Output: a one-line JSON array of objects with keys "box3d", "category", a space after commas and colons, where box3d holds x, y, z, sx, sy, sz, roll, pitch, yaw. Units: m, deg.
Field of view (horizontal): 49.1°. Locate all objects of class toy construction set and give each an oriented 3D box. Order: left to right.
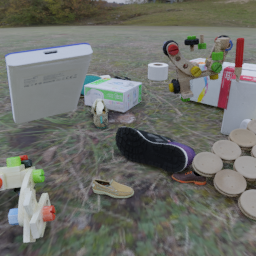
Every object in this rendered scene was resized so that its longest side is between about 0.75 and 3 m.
[{"box3d": [-2.595, 1.124, 4.939, 2.797, 1.288, 1.834, 8, 1, -1], "category": "toy construction set"}, {"box3d": [1.845, -1.375, 6.782, 1.699, 1.565, 2.037, -15, 23, -24], "category": "toy construction set"}]

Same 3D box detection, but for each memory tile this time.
[{"box3d": [2.836, 0.750, 6.132, 2.515, 0.211, 1.928, -27, 47, -24], "category": "memory tile"}]

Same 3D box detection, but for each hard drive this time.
[{"box3d": [-1.829, -0.927, 6.414, 1.641, 2.487, 0.316, -16, 73, -25], "category": "hard drive"}]

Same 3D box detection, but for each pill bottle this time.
[{"box3d": [3.866, 0.190, 7.517, 1.511, 0.850, 0.850, 1, 25, 1], "category": "pill bottle"}]

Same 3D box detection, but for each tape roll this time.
[{"box3d": [1.548, -2.923, 14.506, 1.037, 0.712, 1.037, 1, 25, 0], "category": "tape roll"}]

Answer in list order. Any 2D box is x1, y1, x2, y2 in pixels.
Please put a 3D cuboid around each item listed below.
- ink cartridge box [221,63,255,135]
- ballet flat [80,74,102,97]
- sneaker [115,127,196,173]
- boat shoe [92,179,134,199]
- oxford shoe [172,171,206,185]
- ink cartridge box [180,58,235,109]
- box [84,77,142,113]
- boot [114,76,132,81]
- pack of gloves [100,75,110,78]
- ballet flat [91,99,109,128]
[{"box3d": [3.815, -0.930, 8.861, 0.992, 1.757, 2.394, 14, 29, 26], "category": "ink cartridge box"}, {"box3d": [-2.255, -1.648, 11.597, 2.747, 0.954, 0.954, -20, 31, -37], "category": "ballet flat"}, {"box3d": [0.676, 0.522, 7.151, 2.158, 0.817, 0.945, 22, 17, 33], "category": "sneaker"}, {"box3d": [-0.319, 1.234, 5.836, 0.892, 0.340, 0.320, 4, 25, 8], "category": "boat shoe"}, {"box3d": [1.371, 1.067, 6.284, 0.755, 0.274, 0.269, 5, 25, 10], "category": "oxford shoe"}, {"box3d": [3.334, -1.804, 10.997, 2.078, 1.503, 1.510, 19, 28, 34], "category": "ink cartridge box"}, {"box3d": [-0.561, -1.302, 10.830, 1.737, 0.840, 1.533, 13, 26, 25], "category": "box"}, {"box3d": [-0.015, -2.172, 13.241, 1.098, 0.396, 0.829, 32, 26, 28], "category": "boot"}, {"box3d": [-1.891, -2.272, 13.294, 2.797, 0.552, 2.350, -10, 26, -21], "category": "pack of gloves"}, {"box3d": [-0.946, -0.615, 9.497, 0.601, 0.667, 1.771, -5, 25, -8], "category": "ballet flat"}]
